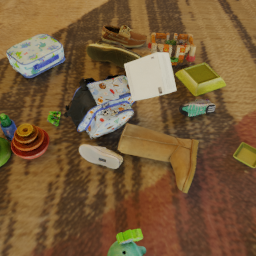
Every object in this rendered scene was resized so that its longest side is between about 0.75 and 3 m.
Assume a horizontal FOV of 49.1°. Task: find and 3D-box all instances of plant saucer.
[{"bbox_3d":[3.197,-2.263,12.271,1.663,0.398,1.661,-19,52,-16],"label":"plant saucer"},{"bbox_3d":[4.126,0.964,9.663,0.791,0.190,0.792,32,56,24],"label":"plant saucer"}]

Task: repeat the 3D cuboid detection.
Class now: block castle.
[{"bbox_3d":[2.047,-3.682,13.116,2.146,1.007,1.434,2,45,-1],"label":"block castle"}]

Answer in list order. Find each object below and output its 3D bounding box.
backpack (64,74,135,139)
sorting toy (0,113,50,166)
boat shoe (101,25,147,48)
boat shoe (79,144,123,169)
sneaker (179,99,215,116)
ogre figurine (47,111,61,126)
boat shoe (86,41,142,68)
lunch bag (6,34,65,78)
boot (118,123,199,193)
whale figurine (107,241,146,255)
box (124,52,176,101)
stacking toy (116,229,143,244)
[{"bbox_3d":[-0.788,-0.834,9.919,2.283,2.397,1.847,-32,87,-32],"label":"backpack"},{"bbox_3d":[-4.134,0.349,9.570,2.727,1.119,1.639,-12,51,-10],"label":"sorting toy"},{"bbox_3d":[-0.229,-4.631,13.976,2.339,0.864,0.885,8,50,7],"label":"boat shoe"},{"bbox_3d":[-0.908,0.898,9.571,1.567,0.556,0.547,16,24,18],"label":"boat shoe"},{"bbox_3d":[2.640,-0.860,11.065,1.521,0.566,0.666,-2,38,-16],"label":"sneaker"},{"bbox_3d":[-2.848,-0.394,10.733,0.452,0.370,0.754,11,63,-14],"label":"ogre figurine"},{"bbox_3d":[-0.559,-3.525,12.951,2.827,1.010,0.929,17,56,20],"label":"boat shoe"},{"bbox_3d":[-4.164,-3.302,12.797,1.831,0.939,2.278,35,58,28],"label":"lunch bag"},{"bbox_3d":[0.915,0.939,9.306,2.600,0.860,2.277,13,38,9],"label":"boot"},{"bbox_3d":[0.094,3.473,7.172,1.395,0.724,1.110,35,58,27],"label":"whale figurine"},{"bbox_3d":[0.743,-1.680,9.261,1.314,1.307,0.859,-10,5,36],"label":"box"},{"bbox_3d":[-0.646,3.951,6.602,2.979,0.700,2.246,-20,53,-6],"label":"stacking toy"}]
